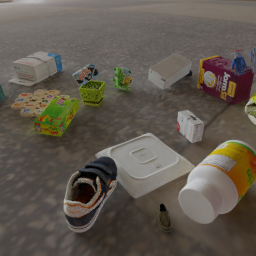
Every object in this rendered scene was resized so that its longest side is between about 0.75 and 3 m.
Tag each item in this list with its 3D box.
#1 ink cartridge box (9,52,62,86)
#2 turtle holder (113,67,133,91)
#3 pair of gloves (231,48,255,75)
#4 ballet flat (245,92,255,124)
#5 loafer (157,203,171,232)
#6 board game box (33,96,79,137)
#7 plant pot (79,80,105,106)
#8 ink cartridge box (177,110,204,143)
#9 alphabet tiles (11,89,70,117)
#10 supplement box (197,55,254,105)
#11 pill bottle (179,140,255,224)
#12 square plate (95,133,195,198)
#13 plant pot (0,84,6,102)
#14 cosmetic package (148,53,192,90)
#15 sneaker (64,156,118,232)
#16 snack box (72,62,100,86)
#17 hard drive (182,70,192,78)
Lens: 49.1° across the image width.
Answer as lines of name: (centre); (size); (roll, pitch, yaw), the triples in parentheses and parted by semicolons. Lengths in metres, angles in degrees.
ink cartridge box: (-5.139, -3.336, 15.497); (1.606, 0.925, 2.772); (14, 35, 21)
turtle holder: (-0.231, -2.490, 14.023); (0.967, 1.035, 1.362); (-2, 22, -10)
pair of gloves: (4.688, -2.602, 10.904); (1.276, 1.026, 0.145); (-2, 0, 26)
ballet flat: (5.313, -0.703, 11.473); (0.868, 0.865, 2.589); (-12, 32, 11)
loafer: (0.903, 2.267, 7.158); (0.314, 0.291, 0.835); (-5, 32, -8)
board game box: (-2.815, -0.520, 11.267); (1.052, 0.493, 2.070); (8, 36, 8)
plant pot: (-1.581, -1.557, 12.703); (0.967, 0.882, 0.972); (8, 33, 11)
ink cartridge box: (2.304, -0.070, 10.417); (0.455, 0.783, 1.086); (-12, 34, -18)
alphabet tiles: (-3.923, -1.167, 12.729); (2.351, 0.175, 2.404); (3, 33, -1)
supplement box: (4.571, -2.317, 13.307); (1.219, 1.546, 2.362); (-19, 36, -25)
pill bottle: (2.462, 1.417, 7.510); (1.358, 1.358, 2.445); (26, 41, 35)
square plate: (0.528, 0.999, 9.144); (2.421, 0.344, 2.398); (-20, 37, -28)
plant pot: (-6.504, -1.821, 12.943); (1.343, 1.078, 1.343); (0, 32, 0)
cosmetic package: (2.206, -2.994, 14.611); (2.233, 0.827, 1.135); (-34, 60, -29)
sneaker: (-0.917, 1.460, 7.601); (0.999, 1.012, 2.548); (5, 36, 14)
snack box: (-1.682, -2.153, 11.278); (0.964, 0.560, 0.179); (-33, 32, -3)
hard drive: (2.396, -3.155, 15.763); (1.985, 0.326, 1.385); (-9, 34, -15)
